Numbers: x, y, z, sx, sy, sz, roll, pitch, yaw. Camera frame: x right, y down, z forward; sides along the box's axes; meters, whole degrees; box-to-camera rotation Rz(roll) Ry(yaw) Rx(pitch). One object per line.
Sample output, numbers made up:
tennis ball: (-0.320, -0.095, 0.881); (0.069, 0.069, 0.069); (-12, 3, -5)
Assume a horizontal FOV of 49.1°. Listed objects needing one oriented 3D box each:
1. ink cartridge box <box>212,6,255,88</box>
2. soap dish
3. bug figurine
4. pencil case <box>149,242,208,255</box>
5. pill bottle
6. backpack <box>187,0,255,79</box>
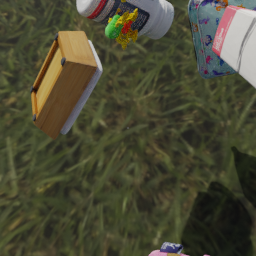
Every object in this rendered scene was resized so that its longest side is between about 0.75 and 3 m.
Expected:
ink cartridge box: (1.969, -0.941, 3.505); (1.245, 0.704, 1.700); (9, 31, -9)
soap dish: (-1.053, -0.724, 4.477); (0.597, 1.471, 1.157); (16, 34, -33)
bug figurine: (-0.111, -1.962, 4.161); (0.406, 1.578, 1.224); (8, 43, 10)
pencil case: (0.438, 2.272, 2.437); (0.936, 0.978, 2.261); (3, 48, 17)
pill bottle: (-0.005, -2.338, 5.333); (1.702, 1.018, 1.018); (12, 60, -34)
backpack: (2.363, -2.038, 5.627); (2.121, 1.883, 1.597); (-9, 23, 17)
